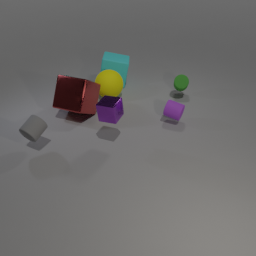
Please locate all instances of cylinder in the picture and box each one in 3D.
[{"bbox_3d":[2.593,-2.197,13.677,0.700,0.700,0.700,5,-2,7],"label":"cylinder"},{"bbox_3d":[-3.309,0.014,9.805,0.700,0.700,0.700,18,59,26],"label":"cylinder"},{"bbox_3d":[1.920,-0.747,11.677,0.700,0.700,0.700,23,37,16],"label":"cylinder"}]

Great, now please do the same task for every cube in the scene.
[{"bbox_3d":[-2.193,-1.411,12.107,1.400,1.400,1.400,12,5,19],"label":"cube"},{"bbox_3d":[-0.735,-3.172,15.206,1.400,1.400,1.400,10,31,-4],"label":"cube"},{"bbox_3d":[-0.625,-0.653,9.849,0.700,0.700,0.700,10,39,22],"label":"cube"}]

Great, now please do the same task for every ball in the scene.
[{"bbox_3d":[-0.929,-2.156,13.756,1.400,1.400,1.400,0,32,0],"label":"ball"}]
